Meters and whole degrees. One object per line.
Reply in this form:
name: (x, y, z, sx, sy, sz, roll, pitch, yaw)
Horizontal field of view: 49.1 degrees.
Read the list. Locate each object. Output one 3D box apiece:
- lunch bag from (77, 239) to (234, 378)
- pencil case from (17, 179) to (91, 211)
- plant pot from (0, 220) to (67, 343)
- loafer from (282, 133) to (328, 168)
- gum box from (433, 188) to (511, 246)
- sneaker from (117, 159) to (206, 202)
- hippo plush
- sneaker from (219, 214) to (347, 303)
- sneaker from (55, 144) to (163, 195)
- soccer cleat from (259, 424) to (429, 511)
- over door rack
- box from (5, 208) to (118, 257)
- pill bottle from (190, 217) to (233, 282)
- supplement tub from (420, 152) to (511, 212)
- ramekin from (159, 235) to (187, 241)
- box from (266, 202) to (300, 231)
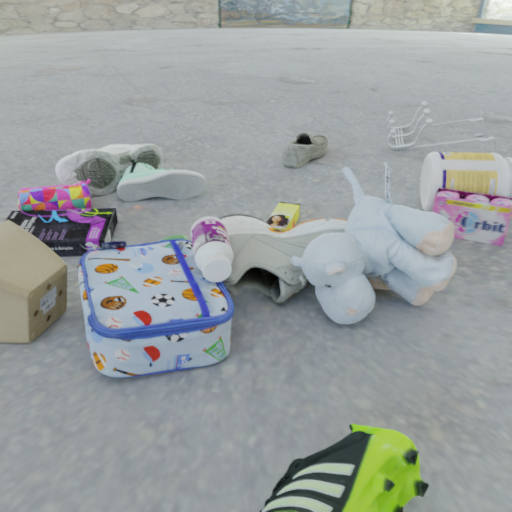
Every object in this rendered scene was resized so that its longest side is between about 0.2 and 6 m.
lunch bag: (-1.595, 0.657, 8.971, 2.307, 1.088, 2.880, -7, 30, -17)
pencil case: (-4.662, -1.333, 13.026, 1.663, 0.735, 0.735, -12, 30, -19)
plant pot: (-3.862, 0.544, 8.929, 1.316, 1.487, 1.485, 20, 32, 10)
loafer: (1.506, -3.248, 16.477, 0.784, 0.783, 2.244, 15, 32, 25)
gum box: (4.572, -0.835, 11.871, 1.593, 0.904, 0.527, 11, 30, 20)
sneaker: (-2.346, -2.011, 14.062, 2.172, 0.799, 1.281, -4, 37, -3)
hippo plush: (1.842, 0.007, 9.004, 2.036, 2.533, 2.017, -30, 18, -31)
sneaker: (0.724, 0.199, 10.031, 3.214, 1.217, 1.478, 0, 53, -15)
sneaker: (-3.984, -2.322, 14.653, 1.484, 1.163, 2.986, 16, 23, 40)
soccer cleat: (0.479, 2.658, 5.566, 2.911, 0.983, 1.180, -24, 15, -34)
over door rack: (5.818, -4.106, 17.791, 3.257, 1.085, 2.406, 6, 30, 10)
box: (-4.201, -0.511, 11.799, 2.303, 0.416, 1.647, -4, 28, -4)
pill bottle: (-0.694, -0.097, 8.913, 0.613, 0.613, 1.093, -6, 39, -10)
supplement tub: (4.874, -1.659, 12.853, 1.941, 1.411, 1.411, 2, 28, 4)
ramekin: (-1.654, -0.065, 10.820, 0.785, 0.383, 0.785, -15, 23, 7)
box: (0.578, -0.766, 12.338, 0.526, 0.350, 1.398, 8, 29, 13)
